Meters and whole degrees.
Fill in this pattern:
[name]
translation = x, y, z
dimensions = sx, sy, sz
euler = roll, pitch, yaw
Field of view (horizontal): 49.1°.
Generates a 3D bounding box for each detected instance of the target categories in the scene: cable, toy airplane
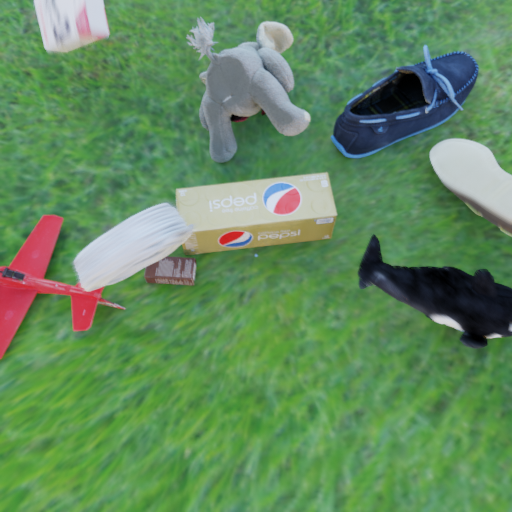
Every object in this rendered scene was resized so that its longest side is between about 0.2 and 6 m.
[cable]
translation = -1.787, -0.105, 8.010
dimensions = 1.699, 1.699, 0.588
euler = -30, 90, -15
[toy airplane]
translation = -3.447, 0.518, 9.057
dimensions = 2.689, 0.495, 2.689
euler = 0, 66, 1

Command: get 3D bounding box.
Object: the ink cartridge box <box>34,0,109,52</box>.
[ink cartridge box]
translation = -3.546, -4.572, 10.747
dimensions = 1.316, 0.555, 0.952
euler = -4, 101, 33

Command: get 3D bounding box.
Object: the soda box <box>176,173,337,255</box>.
[soda box]
translation = -0.019, -0.705, 9.472
dimensions = 2.591, 0.829, 0.878
euler = -6, 64, -4

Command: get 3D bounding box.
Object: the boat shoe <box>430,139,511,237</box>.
[boat shoe]
translation = 3.924, -1.141, 9.523
dimensions = 0.940, 0.779, 2.617
euler = -37, 43, 1

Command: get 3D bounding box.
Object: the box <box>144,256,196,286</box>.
[box]
translation = -1.419, 0.245, 9.306
dimensions = 0.806, 0.302, 0.404
euler = 5, 64, 1

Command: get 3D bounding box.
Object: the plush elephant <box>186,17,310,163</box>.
[plush elephant]
translation = -0.094, -3.173, 10.271
dimensions = 2.474, 2.037, 1.915
euler = 61, 35, -8

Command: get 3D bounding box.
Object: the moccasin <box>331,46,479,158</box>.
[moccasin]
translation = 2.945, -2.924, 10.383
dimensions = 3.357, 1.145, 1.351
euler = -37, 69, -16

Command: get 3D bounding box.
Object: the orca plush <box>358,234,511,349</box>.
[orca plush]
translation = 3.024, 0.351, 8.392
dimensions = 2.862, 1.017, 1.506
euler = 29, 44, -2
